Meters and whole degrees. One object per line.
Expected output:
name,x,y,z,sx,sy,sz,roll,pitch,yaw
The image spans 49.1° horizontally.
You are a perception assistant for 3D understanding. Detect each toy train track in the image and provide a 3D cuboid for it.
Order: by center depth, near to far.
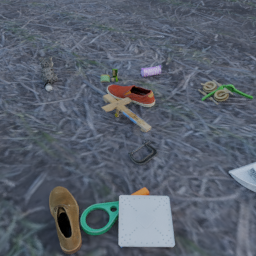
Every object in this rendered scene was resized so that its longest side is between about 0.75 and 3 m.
toy train track,-0.101,-0.563,11.654,1.511,0.429,2.634,-25,52,-37

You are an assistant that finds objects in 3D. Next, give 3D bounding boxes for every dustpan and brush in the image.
dustpan and brush,4.419,1.726,8.713,1.501,0.616,2.151,-14,42,-16

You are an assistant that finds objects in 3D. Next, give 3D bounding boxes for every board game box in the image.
board game box,0.482,2.596,7.845,1.479,0.191,1.479,2,46,-2

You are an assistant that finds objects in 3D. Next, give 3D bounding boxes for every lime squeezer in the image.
lime squeezer,4.482,-1.616,12.971,2.348,0.443,0.829,-2,72,-3

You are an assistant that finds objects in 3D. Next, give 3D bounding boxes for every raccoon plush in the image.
raccoon plush,-3.836,-2.712,13.583,0.818,1.133,1.691,-17,43,-19

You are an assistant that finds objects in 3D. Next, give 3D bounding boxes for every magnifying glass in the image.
magnifying glass,-0.346,2.366,8.259,2.238,0.251,0.891,-22,45,-25

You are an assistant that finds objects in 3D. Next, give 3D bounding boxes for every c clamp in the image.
c clamp,0.485,0.836,10.161,1.056,0.167,1.236,32,48,26

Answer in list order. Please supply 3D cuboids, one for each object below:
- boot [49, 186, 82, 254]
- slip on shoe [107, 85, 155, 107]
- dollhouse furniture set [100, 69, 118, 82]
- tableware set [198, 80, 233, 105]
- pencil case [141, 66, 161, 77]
boot,-1.784,2.334,7.860,0.794,0.814,2.156,-17,41,-14
slip on shoe,0.113,-1.618,12.606,2.385,0.730,0.883,19,46,24
dollhouse furniture set,-0.951,-2.620,14.007,0.895,0.449,0.586,-2,40,-2
tableware set,4.005,-1.743,12.840,0.953,0.289,1.442,-33,47,-5
pencil case,1.198,-2.926,14.367,1.069,0.457,0.448,-15,53,-16
